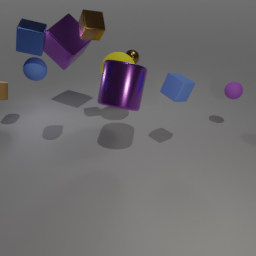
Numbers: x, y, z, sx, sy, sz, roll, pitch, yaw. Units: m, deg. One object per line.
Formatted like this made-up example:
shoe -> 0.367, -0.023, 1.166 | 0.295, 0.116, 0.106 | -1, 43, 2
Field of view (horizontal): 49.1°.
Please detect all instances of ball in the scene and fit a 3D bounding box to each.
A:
ball -> -0.385, -2.265, 11.013 | 1.400, 1.400, 1.400 | 0, 29, 0
ball -> -2.785, -1.768, 8.414 | 0.700, 0.700, 0.700 | 0, 29, 0
ball -> 0.179, -3.283, 13.033 | 0.700, 0.700, 0.700 | 0, 29, 0
ball -> 4.194, -1.486, 11.113 | 0.700, 0.700, 0.700 | 0, 29, 0

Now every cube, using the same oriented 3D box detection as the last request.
cube -> -2.600, -3.598, 11.820 | 1.400, 1.400, 1.400 | -53, 13, -28
cube -> -1.231, -3.452, 9.450 | 0.700, 0.700, 0.700 | -3, -13, -24
cube -> -2.702, -2.539, 7.854 | 0.700, 0.700, 0.700 | 9, 38, -14
cube -> 1.616, -1.320, 9.112 | 0.700, 0.700, 0.700 | -8, 39, -47

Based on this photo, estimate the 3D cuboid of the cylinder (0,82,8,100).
cylinder -> -5.165, -1.485, 11.172 | 0.700, 0.700, 0.700 | 4, 9, -1

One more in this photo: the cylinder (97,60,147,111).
cylinder -> -0.188, -1.360, 9.050 | 1.400, 1.400, 1.400 | 11, 7, -1
